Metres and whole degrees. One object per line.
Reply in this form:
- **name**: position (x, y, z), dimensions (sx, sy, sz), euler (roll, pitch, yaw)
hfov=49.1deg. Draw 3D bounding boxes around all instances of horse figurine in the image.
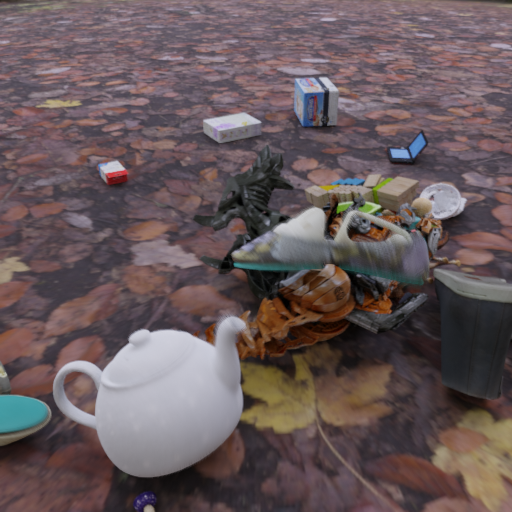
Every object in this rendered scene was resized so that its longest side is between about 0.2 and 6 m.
- **horse figurine**: position (2.891, 0.301, 10.583), dimensions (1.408, 0.530, 2.125), euler (4, 35, 49)

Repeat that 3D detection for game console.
- **game console**: position (4.321, -3.142, 16.087), dimensions (0.981, 0.675, 1.138), euler (3, 32, 5)

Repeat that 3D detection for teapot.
- **teapot**: position (-1.276, 1.666, 7.201), dimensions (2.063, 1.507, 2.037), euler (-32, 19, -31)

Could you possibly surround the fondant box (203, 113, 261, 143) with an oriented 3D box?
- **fondant box**: position (-0.754, -4.073, 17.782), dimensions (1.532, 0.446, 1.105), euler (-19, 37, -25)

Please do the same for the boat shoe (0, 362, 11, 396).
- **boat shoe**: position (-4.319, 1.564, 8.546), dimensions (0.673, 0.805, 2.252), euler (2, 19, -36)

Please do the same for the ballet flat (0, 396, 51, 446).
- **ballet flat**: position (-3.803, 2.273, 7.459), dimensions (2.007, 0.697, 0.697), euler (3, 30, -18)

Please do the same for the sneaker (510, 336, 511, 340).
- **sneaker**: position (4.748, 1.092, 8.572), dimensions (0.975, 1.501, 2.599), euler (-11, 33, -17)

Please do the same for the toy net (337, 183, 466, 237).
- **toy net**: position (3.409, -0.981, 12.167), dimensions (3.852, 0.744, 2.021), euler (-20, 20, -28)

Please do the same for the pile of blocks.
- **pile of blocks**: position (2.411, -1.261, 12.762), dimensions (2.567, 0.798, 1.054), euler (3, 35, 30)

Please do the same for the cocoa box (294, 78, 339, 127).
- **cocoa box**: position (1.982, -5.189, 18.849), dimensions (1.165, 1.184, 1.775), euler (-3, 32, -5)

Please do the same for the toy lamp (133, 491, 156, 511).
- **toy lamp**: position (-1.096, 3.207, 6.345), dimensions (0.325, 0.325, 1.118), euler (-17, 35, -25)

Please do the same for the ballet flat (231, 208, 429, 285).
- **ballet flat**: position (1.088, -0.187, 8.013), dimensions (2.848, 1.024, 1.024), euler (5, 32, -5)

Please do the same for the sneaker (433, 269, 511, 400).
- **sneaker**: position (3.353, 1.142, 9.037), dimensions (1.188, 1.687, 3.176), euler (10, 4, 16)

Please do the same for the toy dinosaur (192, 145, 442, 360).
- **toy dinosaur**: position (0.809, 0.181, 9.387), dimensions (5.121, 2.616, 3.476), euler (-15, 49, -40)

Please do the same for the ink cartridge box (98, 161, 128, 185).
- **ink cartridge box**: position (-3.778, -2.171, 14.874), dimensions (0.550, 0.318, 0.947), euler (-17, 36, -24)
